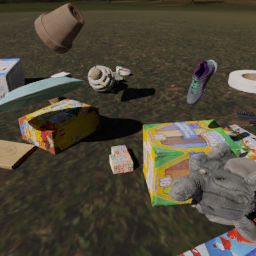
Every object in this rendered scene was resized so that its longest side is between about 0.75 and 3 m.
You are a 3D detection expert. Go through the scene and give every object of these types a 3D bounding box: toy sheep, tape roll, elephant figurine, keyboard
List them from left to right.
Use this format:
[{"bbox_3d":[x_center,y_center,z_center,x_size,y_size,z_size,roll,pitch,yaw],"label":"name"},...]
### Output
[{"bbox_3d":[-1.090,-2.096,12.150,1.210,1.210,1.756,12,-11,22],"label":"toy sheep"},{"bbox_3d":[1.635,1.075,4.502,1.621,1.478,2.089,-24,-1,8],"label":"elephant figurine"},{"bbox_3d":[5.881,-2.194,13.072,2.310,0.422,2.310,1,28,0],"label":"tape roll"},{"bbox_3d":[4.803,-0.341,9.868,1.801,0.185,1.144,5,29,12],"label":"keyboard"}]

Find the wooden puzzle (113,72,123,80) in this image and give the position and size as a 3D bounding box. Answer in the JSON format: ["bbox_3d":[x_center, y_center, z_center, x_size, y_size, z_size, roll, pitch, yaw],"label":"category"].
[{"bbox_3d":[-1.089,-2.489,13.798,1.404,0.166,2.367,-7,24,-12],"label":"wooden puzzle"}]

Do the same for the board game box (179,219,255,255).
[{"bbox_3d":[2.364,2.582,3.709,2.791,0.797,2.850,-14,31,-24],"label":"board game box"}]

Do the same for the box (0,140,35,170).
[{"bbox_3d":[-3.534,0.714,7.922,1.376,0.146,1.125,7,29,14],"label":"box"}]

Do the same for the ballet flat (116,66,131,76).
[{"bbox_3d":[-0.330,-2.946,14.597,1.122,0.388,0.399,26,56,39],"label":"ballet flat"}]

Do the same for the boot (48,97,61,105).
[{"bbox_3d":[-3.170,-1.383,11.423,0.543,0.557,1.475,-23,35,-33],"label":"boot"}]

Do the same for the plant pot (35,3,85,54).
[{"bbox_3d":[-1.920,-3.042,8.316,1.112,1.275,1.275,-31,16,27],"label":"plant pot"}]

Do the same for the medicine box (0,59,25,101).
[{"bbox_3d":[-5.827,-2.028,11.888,2.188,1.237,2.402,-3,28,-5],"label":"medicine box"}]

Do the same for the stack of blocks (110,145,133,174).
[{"bbox_3d":[-0.227,0.830,7.566,0.526,0.268,0.913,-7,29,-12],"label":"stack of blocks"}]

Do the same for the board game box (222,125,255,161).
[{"bbox_3d":[3.200,0.670,7.722,1.434,0.393,2.271,-14,31,-22],"label":"board game box"}]

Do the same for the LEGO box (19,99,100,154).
[{"bbox_3d":[-2.091,-0.134,8.831,1.484,0.769,1.993,19,33,31],"label":"LEGO box"}]

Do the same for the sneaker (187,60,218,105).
[{"bbox_3d":[1.222,-0.823,5.019,0.391,0.892,0.332,-4,37,-42],"label":"sneaker"}]

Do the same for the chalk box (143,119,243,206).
[{"bbox_3d":[1.581,0.749,6.487,2.300,1.431,1.424,-4,28,-5],"label":"chalk box"}]

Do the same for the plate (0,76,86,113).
[{"bbox_3d":[-2.260,-0.905,7.138,2.400,0.307,2.400,-20,4,1],"label":"plate"}]

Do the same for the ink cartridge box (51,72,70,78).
[{"bbox_3d":[-3.338,-2.553,13.958,0.487,0.225,0.894,16,31,27],"label":"ink cartridge box"}]
